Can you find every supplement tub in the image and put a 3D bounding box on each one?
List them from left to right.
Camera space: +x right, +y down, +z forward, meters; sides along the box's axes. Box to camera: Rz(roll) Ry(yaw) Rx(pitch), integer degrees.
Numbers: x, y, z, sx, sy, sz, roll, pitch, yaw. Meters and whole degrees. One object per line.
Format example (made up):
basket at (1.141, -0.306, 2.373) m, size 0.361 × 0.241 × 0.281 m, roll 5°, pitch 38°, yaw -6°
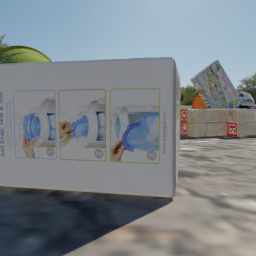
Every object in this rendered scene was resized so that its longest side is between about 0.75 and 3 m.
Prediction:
supplement tub at (4.356, -0.938, 12.926) m, size 2.503 × 1.533 × 1.533 m, roll -1°, pitch 4°, yaw -18°

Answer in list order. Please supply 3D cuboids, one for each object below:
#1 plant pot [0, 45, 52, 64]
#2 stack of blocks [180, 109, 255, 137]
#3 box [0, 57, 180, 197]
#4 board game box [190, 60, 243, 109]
plant pot at (-2.795, -1.064, 8.475) m, size 2.816 × 2.816 × 2.674 m, roll -3°, pitch 14°, yaw -37°
stack of blocks at (2.576, -0.173, 7.547) m, size 2.341 × 0.686 × 1.348 m, roll -2°, pitch 4°, yaw -23°
box at (-0.551, -0.045, 2.803) m, size 2.090 × 1.059 × 1.175 m, roll 1°, pitch 4°, yaw 12°
board game box at (3.094, -1.277, 9.713) m, size 1.211 × 1.801 × 0.308 m, roll -38°, pitch 10°, yaw -18°
